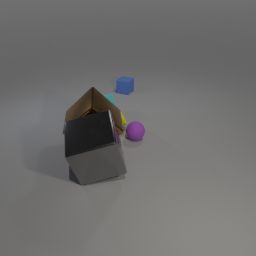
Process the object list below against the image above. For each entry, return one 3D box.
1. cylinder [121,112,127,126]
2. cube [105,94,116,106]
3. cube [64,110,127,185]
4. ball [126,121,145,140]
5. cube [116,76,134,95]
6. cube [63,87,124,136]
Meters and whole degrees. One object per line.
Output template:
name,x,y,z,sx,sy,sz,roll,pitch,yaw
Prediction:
cylinder,-0.517,-0.289,10.707,0.700,0.700,0.700,-29,29,7
cube,-0.946,-0.999,11.790,0.700,0.700,0.700,-13,6,9
cube,-0.941,0.565,8.114,1.400,1.400,1.400,-15,45,1
ball,0.273,0.101,10.251,0.700,0.700,0.700,0,29,0
cube,-0.143,-2.182,14.352,0.700,0.700,0.700,12,31,22
cube,-1.159,-0.225,9.420,1.400,1.400,1.400,-39,30,19
